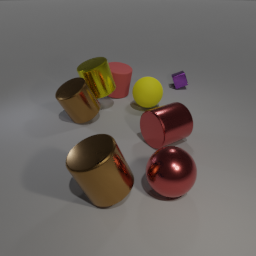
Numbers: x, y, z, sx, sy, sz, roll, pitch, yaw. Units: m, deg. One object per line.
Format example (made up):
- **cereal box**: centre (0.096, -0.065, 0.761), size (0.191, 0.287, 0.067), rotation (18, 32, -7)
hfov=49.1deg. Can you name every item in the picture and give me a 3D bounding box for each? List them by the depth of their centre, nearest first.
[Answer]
- **cylinder**: centre (-0.716, 1.112, 7.438), size (1.400, 1.400, 1.400), rotation (-18, 34, 12)
- **ball**: centre (1.186, 1.200, 7.723), size (1.400, 1.400, 1.400), rotation (0, 28, 0)
- **cylinder**: centre (1.381, -0.112, 10.138), size (1.400, 1.400, 1.400), rotation (-18, 33, -31)
- **cylinder**: centre (-2.061, -1.138, 11.643), size (1.400, 1.400, 1.400), rotation (-16, 42, 15)
- **cylinder**: centre (-1.392, -2.243, 12.518), size (1.400, 1.400, 1.400), rotation (-14, 34, 9)
- **ball**: centre (0.899, -1.638, 12.812), size (1.400, 1.400, 1.400), rotation (0, 28, 0)
- **cylinder**: centre (-0.563, -2.451, 14.293), size (1.400, 1.400, 1.400), rotation (7, 35, -5)
- **cube**: centre (2.831, -2.651, 15.369), size (0.700, 0.700, 0.700), rotation (-18, 21, 10)
